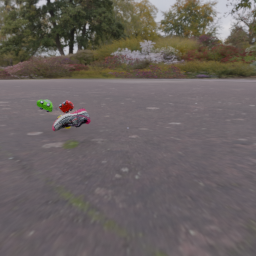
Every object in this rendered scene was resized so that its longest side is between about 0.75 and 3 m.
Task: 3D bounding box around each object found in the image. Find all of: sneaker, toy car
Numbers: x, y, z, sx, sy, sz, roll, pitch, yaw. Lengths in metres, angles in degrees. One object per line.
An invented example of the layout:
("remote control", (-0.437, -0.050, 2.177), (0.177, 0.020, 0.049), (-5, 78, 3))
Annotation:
("sneaker", (-1.203, -0.139, 6.000), (0.903, 0.337, 0.364), (-26, -13, -35))
("toy car", (-1.881, -0.509, 7.307), (1.007, 1.071, 0.239), (24, 51, 1))
